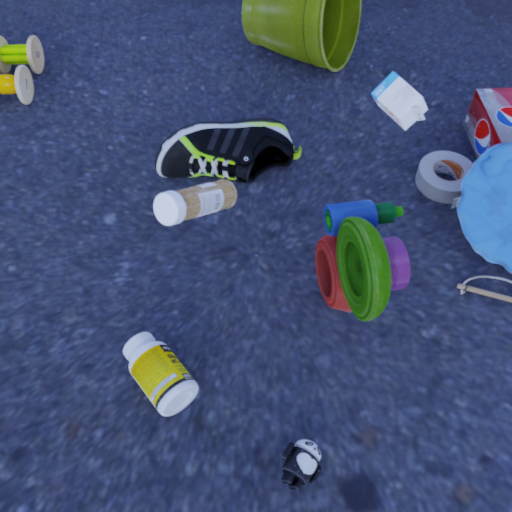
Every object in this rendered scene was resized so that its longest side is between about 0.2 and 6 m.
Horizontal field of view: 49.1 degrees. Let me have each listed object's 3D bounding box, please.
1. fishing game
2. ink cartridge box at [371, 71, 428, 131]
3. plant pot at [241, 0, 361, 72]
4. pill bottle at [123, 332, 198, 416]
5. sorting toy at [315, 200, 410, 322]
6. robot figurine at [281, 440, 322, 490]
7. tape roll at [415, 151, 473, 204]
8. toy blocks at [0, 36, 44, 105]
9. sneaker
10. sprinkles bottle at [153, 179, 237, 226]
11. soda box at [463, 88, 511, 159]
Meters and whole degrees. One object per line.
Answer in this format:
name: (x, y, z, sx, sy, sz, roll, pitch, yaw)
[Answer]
fishing game: (4.991, -0.862, 10.373, 2.619, 0.569, 3.658, 14, 87, 8)
ink cartridge box: (2.555, -2.680, 9.842, 0.544, 0.558, 0.868, -43, 62, 13)
plant pot: (1.046, -6.062, 14.061, 2.437, 2.531, 2.531, 16, 54, 26)
pill bottle: (-1.570, 1.861, 8.998, 0.729, 0.729, 1.297, -33, 61, -22)
sorting toy: (1.857, 0.005, 8.999, 1.252, 3.051, 1.833, -9, 89, -8)
robot figurine: (0.664, 3.075, 8.269, 0.451, 0.543, 0.722, 13, 52, 35)
tape roll: (4.009, -1.670, 11.831, 1.206, 0.398, 1.206, 0, 54, -1)
toy blocks: (-6.711, -4.530, 13.627, 2.555, 0.928, 2.129, 0, 54, 0)
sneaker: (-0.550, -2.101, 11.708, 3.096, 1.110, 1.282, -16, 55, -12)
sprinkles bottle: (-0.954, -0.883, 9.082, 0.525, 0.525, 1.539, 35, 32, 23)
soda box: (5.382, -2.165, 11.760, 0.996, 1.100, 3.143, -3, 53, -2)
